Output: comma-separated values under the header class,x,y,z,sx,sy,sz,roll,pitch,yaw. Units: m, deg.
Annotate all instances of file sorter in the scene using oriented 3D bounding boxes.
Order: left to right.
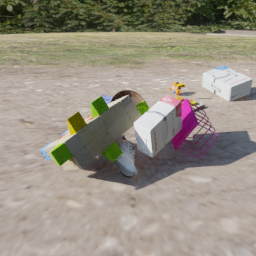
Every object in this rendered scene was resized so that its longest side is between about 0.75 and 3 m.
class,x,y,z,sx,sy,sz,roll,pitch,yaw
file sorter,1.655,0.017,7.198,0.794,0.879,1.265,26,28,-16

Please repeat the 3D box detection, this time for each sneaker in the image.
class,x,y,z,sx,sy,sz,roll,pitch,yaw
sneaker,-0.099,0.565,6.385,0.626,0.536,1.438,-27,38,-9

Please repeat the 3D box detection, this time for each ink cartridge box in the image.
class,x,y,z,sx,sy,sz,roll,pitch,yaw
ink cartridge box,0.702,-0.049,6.305,0.486,0.860,1.174,27,53,34
ink cartridge box,4.120,-1.890,11.710,1.209,0.698,1.656,-22,38,-19

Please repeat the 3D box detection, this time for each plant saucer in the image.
class,x,y,z,sx,sy,sz,roll,pitch,yaw
plant saucer,-0.005,-0.650,9.017,1.178,1.178,0.216,-5,-15,-12

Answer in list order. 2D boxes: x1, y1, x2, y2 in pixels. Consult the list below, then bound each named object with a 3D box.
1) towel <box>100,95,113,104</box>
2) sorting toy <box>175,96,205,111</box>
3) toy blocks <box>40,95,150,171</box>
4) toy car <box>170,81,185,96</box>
class,x,y,z,sx,sy,sz,roll,pitch,yaw
towel,-0.463,-0.831,10.161,1.338,0.220,1.848,1,28,1
sorting toy,1.974,-0.892,10.461,1.381,0.252,1.278,-19,30,-39
toy blocks,-0.872,0.146,6.321,2.453,1.226,1.677,-40,13,-32
toy car,1.995,-1.757,11.535,0.418,0.617,1.257,-9,-13,-1
